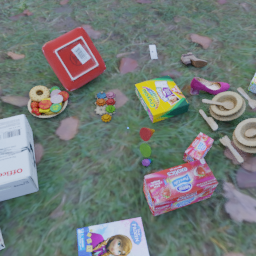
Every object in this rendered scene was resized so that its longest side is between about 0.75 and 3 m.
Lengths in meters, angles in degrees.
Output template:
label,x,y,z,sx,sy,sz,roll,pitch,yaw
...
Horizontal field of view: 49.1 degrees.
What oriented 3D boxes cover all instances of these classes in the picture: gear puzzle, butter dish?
label,x,y,z,sx,sy,sz,roll,pitch,yaw
gear puzzle,-0.912,-0.882,11.199,0.847,0.214,1.635,-1,52,-1
butter dish,-2.380,-2.817,11.984,2.109,1.563,2.115,-36,104,-21

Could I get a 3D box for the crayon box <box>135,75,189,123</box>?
label,x,y,z,sx,sy,sz,roll,pitch,yaw
crayon box,1.326,-1.217,11.258,1.554,0.525,1.801,-17,54,-13

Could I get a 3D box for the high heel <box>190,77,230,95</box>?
label,x,y,z,sx,sy,sz,roll,pitch,yaw
high heel,3.425,-1.835,11.542,1.757,0.843,0.592,-3,52,-3

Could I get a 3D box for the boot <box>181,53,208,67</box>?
label,x,y,z,sx,sy,sz,roll,pitch,yaw
boot,3.012,-3.175,12.894,1.125,0.395,0.823,-1,47,-5

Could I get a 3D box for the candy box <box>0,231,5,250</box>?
label,x,y,z,sx,sy,sz,roll,pitch,yaw
candy box,-3.914,2.868,7.932,0.344,0.770,1.129,-25,56,-17

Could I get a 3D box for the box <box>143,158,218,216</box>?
label,x,y,z,sx,sy,sz,roll,pitch,yaw
box,1.564,1.813,8.599,2.021,1.007,0.965,-15,54,-11

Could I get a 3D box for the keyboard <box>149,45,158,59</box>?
label,x,y,z,sx,sy,sz,roll,pitch,yaw
keyboard,1.218,-3.669,13.485,0.299,0.057,1.063,-5,52,2

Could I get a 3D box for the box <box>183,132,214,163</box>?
label,x,y,z,sx,sy,sz,roll,pitch,yaw
box,2.443,0.754,9.726,0.549,0.526,1.101,32,59,23

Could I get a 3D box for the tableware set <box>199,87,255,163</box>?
label,x,y,z,sx,sy,sz,roll,pitch,yaw
tableware set,3.926,-0.369,9.933,1.945,0.590,2.943,-30,47,4

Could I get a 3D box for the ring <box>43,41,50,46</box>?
label,x,y,z,sx,sy,sz,roll,pitch,yaw
ring,-3.544,-3.865,13.592,1.232,0.118,1.232,0,53,0

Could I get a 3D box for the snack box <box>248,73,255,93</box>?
label,x,y,z,sx,sy,sz,roll,pitch,yaw
snack box,6.175,-2.113,11.950,1.443,0.538,2.029,26,56,19

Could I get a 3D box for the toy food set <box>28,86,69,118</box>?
label,x,y,z,sx,sy,sz,roll,pitch,yaw
toy food set,-3.202,-1.068,11.230,1.607,0.395,1.624,-1,52,-1

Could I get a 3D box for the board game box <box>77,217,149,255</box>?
label,x,y,z,sx,sy,sz,roll,pitch,yaw
board game box,-0.371,3.558,7.630,1.902,0.392,1.907,-9,53,-7

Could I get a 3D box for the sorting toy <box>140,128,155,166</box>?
label,x,y,z,sx,sy,sz,roll,pitch,yaw
sorting toy,0.723,0.598,9.440,0.487,1.413,0.490,-21,28,-40

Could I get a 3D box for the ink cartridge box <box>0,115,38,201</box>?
label,x,y,z,sx,sy,sz,roll,pitch,yaw
ink cartridge box,-4.082,1.002,9.171,1.891,1.071,2.579,-13,53,-9
